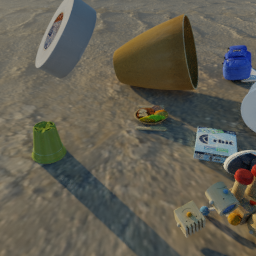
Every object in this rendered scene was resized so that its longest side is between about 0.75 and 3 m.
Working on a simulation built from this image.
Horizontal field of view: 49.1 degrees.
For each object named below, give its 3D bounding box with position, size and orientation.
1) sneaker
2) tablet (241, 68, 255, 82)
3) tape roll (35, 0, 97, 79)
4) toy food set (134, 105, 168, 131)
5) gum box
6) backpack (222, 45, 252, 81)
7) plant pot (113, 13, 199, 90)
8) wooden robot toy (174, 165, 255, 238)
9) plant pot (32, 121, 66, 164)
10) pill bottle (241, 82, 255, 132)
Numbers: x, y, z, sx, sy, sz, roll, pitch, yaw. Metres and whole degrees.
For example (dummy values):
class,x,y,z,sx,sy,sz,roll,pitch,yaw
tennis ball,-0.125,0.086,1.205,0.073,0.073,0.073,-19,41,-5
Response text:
class,x,y,z,sx,sy,sz,roll,pitch,yaw
sneaker,3.153,0.917,6.629,1.634,0.641,0.649,-3,27,-8
tablet,5.224,-2.463,12.464,1.120,0.118,1.722,-4,33,-5
tape roll,-1.649,-2.352,7.297,0.679,2.055,2.055,24,19,-32
toy food set,0.753,-0.482,9.134,1.104,0.321,1.599,2,32,3
gum box,2.405,0.456,7.696,1.073,0.281,1.263,8,33,13
backpack,4.528,-2.697,11.748,1.191,1.230,1.466,-3,38,28
plant pot,0.994,-2.607,10.694,2.908,2.710,2.710,-6,29,22
wooden robot toy,2.328,1.566,5.281,2.723,1.200,1.236,-13,45,-18
plant pot,-2.135,0.313,7.374,0.919,0.873,0.919,0,31,0
pill bottle,4.745,-0.972,8.581,1.707,1.707,2.987,26,39,34
